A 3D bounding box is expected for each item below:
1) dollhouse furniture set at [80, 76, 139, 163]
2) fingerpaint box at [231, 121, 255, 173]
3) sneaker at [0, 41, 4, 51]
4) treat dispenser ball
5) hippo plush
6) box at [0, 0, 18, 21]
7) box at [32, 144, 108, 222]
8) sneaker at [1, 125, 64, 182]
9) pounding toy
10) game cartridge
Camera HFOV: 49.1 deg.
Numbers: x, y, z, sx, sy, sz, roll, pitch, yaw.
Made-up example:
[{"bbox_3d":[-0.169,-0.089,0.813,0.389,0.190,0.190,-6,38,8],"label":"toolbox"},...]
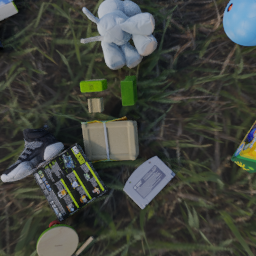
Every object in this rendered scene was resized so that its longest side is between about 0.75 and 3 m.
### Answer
[{"bbox_3d":[-0.541,-0.300,9.089,1.701,1.303,2.597,-3,104,6],"label":"dollhouse furniture set"},{"bbox_3d":[4.225,0.158,8.322,0.808,1.837,2.202,36,79,8],"label":"fingerpaint box"},{"bbox_3d":[-4.650,-3.072,9.872,0.612,0.543,1.448,16,71,-16],"label":"sneaker"},{"bbox_3d":[4.128,-3.680,9.330,1.824,1.824,1.824,0,76,0],"label":"treat dispenser ball"},{"bbox_3d":[-0.383,-3.313,9.495,2.540,2.024,2.043,1,44,-14],"label":"hippo plush"},{"bbox_3d":[-5.312,-4.491,10.075,2.740,0.653,1.671,-29,74,-7],"label":"box"},{"bbox_3d":[-1.783,1.648,8.579,1.688,0.415,1.748,-35,78,-2],"label":"box"},{"bbox_3d":[-3.135,0.744,8.749,2.060,0.777,1.172,-33,77,-14],"label":"sneaker"},{"bbox_3d":[-1.911,3.190,8.030,1.467,0.681,1.132,34,90,-29],"label":"pounding toy"},{"bbox_3d":[0.621,1.640,8.757,1.493,0.305,0.994,-44,83,-10],"label":"game cartridge"}]
